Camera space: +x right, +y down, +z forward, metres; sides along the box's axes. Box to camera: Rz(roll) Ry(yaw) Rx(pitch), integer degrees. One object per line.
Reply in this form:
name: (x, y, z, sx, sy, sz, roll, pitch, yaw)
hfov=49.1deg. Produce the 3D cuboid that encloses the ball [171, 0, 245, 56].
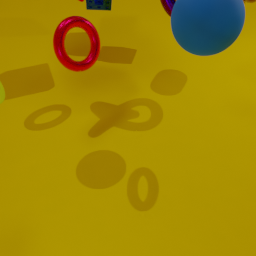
ball: (1.155, -1.595, 4.111, 1.045, 1.045, 1.045, 0, 51, 0)

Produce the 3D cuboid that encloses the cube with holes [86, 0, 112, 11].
cube with holes: (-0.902, -4.226, 8.643, 0.784, 0.784, 0.784, 0, 77, -7)

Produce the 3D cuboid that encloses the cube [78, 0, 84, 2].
cube: (-1.394, -3.820, 6.195, 1.210, 1.210, 1.210, 11, 38, -39)

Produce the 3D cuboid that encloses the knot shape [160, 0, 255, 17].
knot shape: (1.642, -2.744, 5.294, 1.811, 1.935, 0.894, 7, 77, -19)

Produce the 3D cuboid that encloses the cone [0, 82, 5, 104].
cone: (-2.610, -0.519, 4.443, 0.866, 0.863, 0.863, -31, 51, 14)

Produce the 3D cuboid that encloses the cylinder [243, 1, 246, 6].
cylinder: (2.298, -2.899, 6.990, 0.884, 0.884, 0.884, 37, 97, 26)

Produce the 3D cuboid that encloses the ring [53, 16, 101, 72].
ring: (-1.087, -1.817, 6.095, 0.234, 1.172, 1.172, 17, 48, 45)
